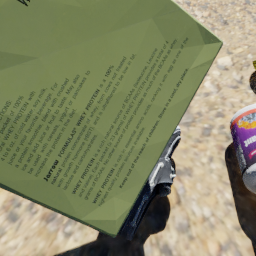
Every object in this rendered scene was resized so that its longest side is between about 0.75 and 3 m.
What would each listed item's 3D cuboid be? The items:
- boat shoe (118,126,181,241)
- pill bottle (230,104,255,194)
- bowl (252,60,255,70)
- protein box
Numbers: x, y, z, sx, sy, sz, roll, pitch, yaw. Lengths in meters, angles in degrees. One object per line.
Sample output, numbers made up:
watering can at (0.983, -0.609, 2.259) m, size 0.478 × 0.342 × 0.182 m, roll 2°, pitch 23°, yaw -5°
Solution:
boat shoe at (0.562, 1.060, 6.018) m, size 0.950 × 1.006 × 2.804 m, roll 28°, pitch 57°, yaw 22°
pill bottle at (3.096, 0.670, 6.130) m, size 1.287 × 1.287 × 2.311 m, roll 1°, pitch 49°, yaw 1°
bowl at (4.511, -1.837, 8.592) m, size 1.224 × 1.224 × 0.659 m, roll -8°, pitch 93°, yaw -7°
protein box at (-0.926, -0.684, 3.994) m, size 2.940 × 1.983 × 2.918 m, roll 30°, pitch 87°, yaw -18°
